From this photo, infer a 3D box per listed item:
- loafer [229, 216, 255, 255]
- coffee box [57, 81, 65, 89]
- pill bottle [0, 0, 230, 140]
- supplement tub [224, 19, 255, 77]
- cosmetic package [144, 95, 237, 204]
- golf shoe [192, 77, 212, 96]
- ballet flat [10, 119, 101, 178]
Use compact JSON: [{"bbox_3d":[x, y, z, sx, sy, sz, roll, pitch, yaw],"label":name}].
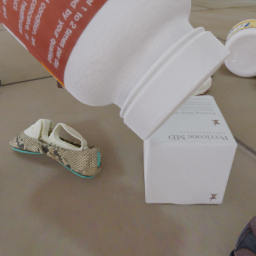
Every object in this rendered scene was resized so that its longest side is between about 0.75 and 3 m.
[{"bbox_3d":[2.305,1.949,2.869,0.995,0.872,2.768,4,15,-37],"label":"loafer"},{"bbox_3d":[-0.841,-1.968,4.579,1.012,2.540,1.452,-12,14,-17],"label":"coffee box"},{"bbox_3d":[-0.393,-1.208,2.802,2.695,1.512,1.512,45,46,6],"label":"pill bottle"},{"bbox_3d":[4.429,-3.002,10.266,1.658,1.658,2.292,11,34,17],"label":"supplement tub"},{"bbox_3d":[1.012,0.354,5.307,1.401,1.392,1.674,0,34,0],"label":"cosmetic package"},{"bbox_3d":[1.651,-1.469,8.459,2.357,1.079,0.888,-17,36,-27],"label":"golf shoe"},{"bbox_3d":[-1.524,0.279,5.883,2.324,0.875,0.788,17,19,25],"label":"ballet flat"}]
